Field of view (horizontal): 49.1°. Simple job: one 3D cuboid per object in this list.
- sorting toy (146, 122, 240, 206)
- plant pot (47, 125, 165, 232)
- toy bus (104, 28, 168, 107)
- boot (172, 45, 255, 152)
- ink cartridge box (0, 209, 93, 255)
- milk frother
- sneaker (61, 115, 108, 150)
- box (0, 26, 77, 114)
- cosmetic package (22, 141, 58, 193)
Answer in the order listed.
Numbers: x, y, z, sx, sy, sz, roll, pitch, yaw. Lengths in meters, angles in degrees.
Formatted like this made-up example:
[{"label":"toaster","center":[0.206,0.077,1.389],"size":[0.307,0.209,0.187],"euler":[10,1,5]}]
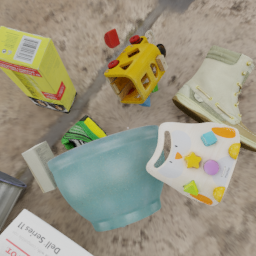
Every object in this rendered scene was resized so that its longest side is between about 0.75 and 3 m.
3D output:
[{"label":"sorting toy","center":[0.934,0.467,4.242],"size":[1.178,0.699,1.309],"euler":[17,95,6]},{"label":"plant pot","center":[-0.234,1.086,5.674],"size":[2.365,2.365,1.584],"euler":[-19,81,-4]},{"label":"toy bus","center":[0.383,-1.410,6.289],"size":[0.981,1.792,1.899],"euler":[9,99,41]},{"label":"boot","center":[2.557,-0.717,6.715],"size":[2.430,0.876,1.880],"euler":[36,87,13]},{"label":"ink cartridge box","center":[-1.407,2.491,4.946],"size":[1.603,2.737,0.921],"euler":[27,53,15]},{"label":"milk frother","center":[-2.780,2.288,5.786],"size":[2.588,2.336,2.434],"euler":[32,76,-32]},{"label":"sneaker","center":[-0.570,0.779,6.313],"size":[0.997,0.913,2.341],"euler":[-41,63,-17]},{"label":"box","center":[-1.840,-1.067,6.002],"size":[0.988,2.624,0.658],"euler":[16,76,2]},{"label":"cosmetic package","center":[-1.835,0.854,6.175],"size":[0.365,0.516,0.998],"euler":[-23,98,24]}]
